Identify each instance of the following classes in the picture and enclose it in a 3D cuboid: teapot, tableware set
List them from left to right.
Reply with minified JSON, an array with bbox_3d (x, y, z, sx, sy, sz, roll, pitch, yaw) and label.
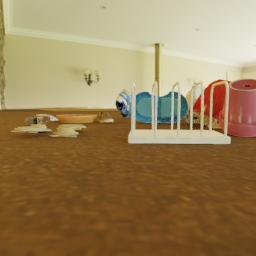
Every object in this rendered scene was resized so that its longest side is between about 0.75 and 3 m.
[{"bbox_3d":[-2.488,0.065,9.182,2.005,0.278,2.400,1,5,-2],"label":"tableware set"},{"bbox_3d":[4.025,-1.285,16.259,2.167,2.139,1.583,35,-40,-16],"label":"teapot"}]

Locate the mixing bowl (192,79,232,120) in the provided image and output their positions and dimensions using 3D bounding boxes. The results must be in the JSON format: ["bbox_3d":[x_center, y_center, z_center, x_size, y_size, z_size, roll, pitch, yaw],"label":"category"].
[{"bbox_3d":[4.157,-1.103,11.462,2.818,1.526,2.818,14,12,-3],"label":"mixing bowl"}]

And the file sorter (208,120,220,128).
[{"bbox_3d":[4.184,-0.488,11.304,1.588,0.989,1.102,3,5,33],"label":"file sorter"}]

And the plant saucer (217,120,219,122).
[{"bbox_3d":[5.733,-0.458,14.007,2.763,0.446,2.763,-1,6,0],"label":"plant saucer"}]

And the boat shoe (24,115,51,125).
[{"bbox_3d":[-4.118,-0.325,12.854,1.160,0.439,0.416,-13,14,-27],"label":"boat shoe"}]

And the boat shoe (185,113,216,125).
[{"bbox_3d":[3.528,-0.492,13.147,0.589,0.654,1.849,-4,6,-31],"label":"boat shoe"}]

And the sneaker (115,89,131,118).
[{"bbox_3d":[-0.357,-1.375,17.706,0.895,2.421,0.996,32,62,23],"label":"sneaker"}]

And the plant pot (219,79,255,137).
[{"bbox_3d":[3.592,-0.694,8.576,1.553,1.390,1.553,-9,27,4],"label":"plant pot"}]

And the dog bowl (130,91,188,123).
[{"bbox_3d":[1.503,-0.947,13.727,2.788,1.554,0.691,1,-13,9],"label":"dog bowl"}]

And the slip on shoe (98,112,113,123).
[{"bbox_3d":[-1.179,-0.553,14.512,0.657,0.523,1.727,-1,5,-14],"label":"slip on shoe"}]

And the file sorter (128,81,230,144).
[{"bbox_3d":[1.291,-0.450,7.706,2.517,1.567,1.747,0,5,3],"label":"file sorter"}]

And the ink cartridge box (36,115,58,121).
[{"bbox_3d":[-4.392,-0.606,16.126,1.516,0.433,1.232,-8,8,-28],"label":"ink cartridge box"}]

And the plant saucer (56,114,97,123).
[{"bbox_3d":[-2.655,-0.491,14.608,2.112,0.395,2.112,-1,5,0],"label":"plant saucer"}]
